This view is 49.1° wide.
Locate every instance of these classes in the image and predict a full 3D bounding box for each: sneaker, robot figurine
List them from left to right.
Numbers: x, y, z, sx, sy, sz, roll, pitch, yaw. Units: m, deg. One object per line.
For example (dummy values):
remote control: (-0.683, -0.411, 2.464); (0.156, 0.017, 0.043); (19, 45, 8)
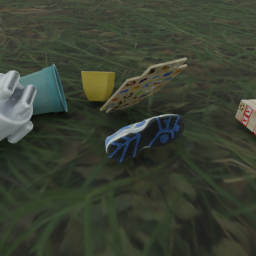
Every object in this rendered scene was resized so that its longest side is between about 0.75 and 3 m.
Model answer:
robot figurine: (-3.643, -0.409, 7.413); (2.686, 2.278, 1.517); (-27, 35, 24)
sneaker: (0.419, 0.116, 7.386); (2.259, 0.855, 0.870); (-17, 21, -13)

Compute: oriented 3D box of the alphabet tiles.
alphabet tiles: (0.454, -1.221, 8.504); (2.347, 2.821, 0.089); (-21, 80, -35)

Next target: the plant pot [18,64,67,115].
plant pot: (-2.984, -1.114, 9.210); (1.592, 1.626, 1.626); (-16, 37, -7)

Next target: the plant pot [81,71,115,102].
plant pot: (-1.028, -1.460, 9.832); (0.990, 1.019, 0.996); (3, 10, 9)

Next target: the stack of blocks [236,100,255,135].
stack of blocks: (4.590, -0.330, 8.525); (2.119, 0.621, 1.220); (-2, 32, -15)
